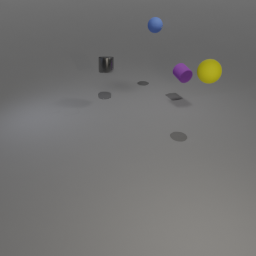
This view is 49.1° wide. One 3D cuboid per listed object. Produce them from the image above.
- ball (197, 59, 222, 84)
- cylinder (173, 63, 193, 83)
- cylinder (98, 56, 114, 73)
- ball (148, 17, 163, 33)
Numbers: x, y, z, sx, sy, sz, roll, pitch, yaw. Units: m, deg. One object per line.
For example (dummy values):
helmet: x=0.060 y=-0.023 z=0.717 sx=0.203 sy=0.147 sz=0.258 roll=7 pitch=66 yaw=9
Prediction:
ball: x=2.363 y=-1.646 z=8.146 sx=0.700 sy=0.700 sz=0.700 roll=0 pitch=29 yaw=0
cylinder: x=2.576 y=-2.593 z=13.228 sx=0.700 sy=0.700 sz=0.700 roll=-12 pitch=44 yaw=-20
cylinder: x=-1.010 y=-2.932 z=12.964 sx=0.700 sy=0.700 sz=0.700 roll=1 pitch=20 yaw=0
ball: x=1.265 y=-4.799 z=13.072 sx=0.700 sy=0.700 sz=0.700 roll=0 pitch=29 yaw=0
